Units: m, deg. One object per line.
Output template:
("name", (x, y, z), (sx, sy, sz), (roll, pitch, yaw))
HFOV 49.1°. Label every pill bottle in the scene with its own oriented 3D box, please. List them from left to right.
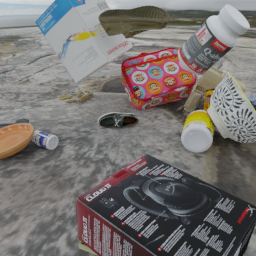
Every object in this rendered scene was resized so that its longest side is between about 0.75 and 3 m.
("pill bottle", (-2.686, 0.368, 8.994), (0.842, 0.487, 0.487), (17, 30, 31))
("pill bottle", (2.316, 0.021, 9.179), (0.946, 0.946, 1.732), (8, 27, 15))
("pill bottle", (2.009, -2.074, 6.697), (0.902, 1.558, 0.902), (20, 49, -25))

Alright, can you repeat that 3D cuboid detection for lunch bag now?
("lunch bag", (1.208, -2.301, 12.180), (2.951, 1.209, 2.599), (-18, 65, -12))

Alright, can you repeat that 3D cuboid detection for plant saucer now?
("plant saucer", (-3.773, 0.429, 8.704), (1.803, 0.338, 1.803), (-11, 28, 6))

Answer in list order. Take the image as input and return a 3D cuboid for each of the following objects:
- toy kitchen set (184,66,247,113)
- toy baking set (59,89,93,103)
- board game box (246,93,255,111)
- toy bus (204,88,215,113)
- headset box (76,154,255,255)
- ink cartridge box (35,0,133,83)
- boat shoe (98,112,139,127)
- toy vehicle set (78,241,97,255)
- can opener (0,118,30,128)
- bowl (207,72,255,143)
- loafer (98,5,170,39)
("toy kitchen set", (3.276, -1.090, 10.894), (1.714, 1.900, 1.550), (30, 35, 9))
("toy baking set", (-2.444, -1.603, 13.420), (1.448, 0.220, 1.887), (15, 30, 29))
("board game box", (5.685, -1.126, 12.189), (1.371, 0.423, 1.372), (-22, 33, -37))
("toy bus", (3.618, -1.139, 11.430), (0.909, 1.093, 2.792), (8, 27, 17))
("headset box", (0.584, 1.731, 5.259), (2.881, 1.112, 2.144), (22, 32, 34))
("ink cartridge box", (-1.714, -3.786, 11.453), (2.120, 2.931, 2.158), (-23, 15, 39))
("boat shoe", (-0.355, -0.274, 10.275), (1.494, 0.536, 0.505), (-4, 21, -14))
("toy vehicle set", (-0.538, 2.158, 5.687), (0.552, 0.118, 0.889), (10, 27, 20))
("can opener", (-4.212, -0.140, 10.122), (1.284, 0.429, 0.343), (-4, 26, -7))
("bowl", (3.406, -0.420, 9.175), (1.200, 2.557, 2.557), (-32, 19, 18))
("loafer", (0.227, -3.651, 9.756), (2.534, 0.855, 0.963), (10, 51, 21))
